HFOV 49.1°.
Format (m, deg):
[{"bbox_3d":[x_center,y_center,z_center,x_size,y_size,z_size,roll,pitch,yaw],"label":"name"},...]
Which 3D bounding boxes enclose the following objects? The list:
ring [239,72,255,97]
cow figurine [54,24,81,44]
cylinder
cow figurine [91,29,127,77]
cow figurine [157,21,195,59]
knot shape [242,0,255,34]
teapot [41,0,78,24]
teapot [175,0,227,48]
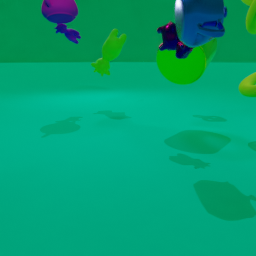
[{"bbox_3d":[3.522,-1.190,6.992,1.464,0.293,1.464,-24,17,8],"label":"ring"},{"bbox_3d":[-2.249,-3.552,10.460,0.891,0.497,0.905,26,2,-2],"label":"cow figurine"},{"bbox_3d":[1.681,-2.128,7.931,1.381,1.381,1.381,8,37,27],"label":"cylinder"},{"bbox_3d":[-0.760,-2.905,11.055,0.874,1.567,1.592,28,-22,-10],"label":"cow figurine"},{"bbox_3d":[1.125,-2.053,6.518,0.510,0.929,0.914,-14,7,-36],"label":"cow figurine"},{"bbox_3d":[3.372,-3.280,6.650,0.875,1.894,1.772,27,35,-15],"label":"knot shape"},{"bbox_3d":[-2.310,-4.170,9.584,1.228,0.967,1.975,-5,1,17],"label":"teapot"},{"bbox_3d":[1.360,-2.124,5.192,0.890,1.130,1.818,-6,43,0],"label":"teapot"}]
